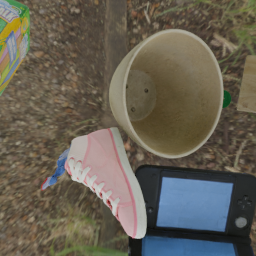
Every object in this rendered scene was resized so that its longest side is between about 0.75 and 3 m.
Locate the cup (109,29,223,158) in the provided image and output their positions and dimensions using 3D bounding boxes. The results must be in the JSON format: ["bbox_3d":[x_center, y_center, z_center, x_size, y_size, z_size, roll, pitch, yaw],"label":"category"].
[{"bbox_3d":[0.492,-0.641,5.426,2.179,1.558,2.179,-4,98,-29],"label":"cup"}]

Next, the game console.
[{"bbox_3d":[1.206,1.861,4.840,2.351,1.391,2.007,5,102,-1],"label":"game console"}]

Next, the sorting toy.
[{"bbox_3d":[3.339,-0.919,6.387,2.624,0.444,1.265,10,96,17],"label":"sorting toy"}]

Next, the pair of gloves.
[{"bbox_3d":[-1.400,0.720,6.064,0.155,1.096,1.363,39,40,-15],"label":"pair of gloves"}]

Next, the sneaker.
[{"bbox_3d":[-0.415,0.844,4.341,1.006,0.725,1.925,-8,52,-16],"label":"sneaker"}]

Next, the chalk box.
[{"bbox_3d":[-2.870,-1.897,5.682,1.361,1.354,2.188,21,62,-9],"label":"chalk box"}]
